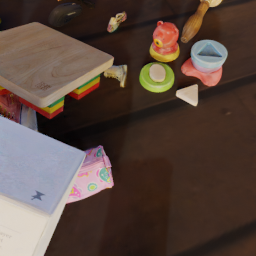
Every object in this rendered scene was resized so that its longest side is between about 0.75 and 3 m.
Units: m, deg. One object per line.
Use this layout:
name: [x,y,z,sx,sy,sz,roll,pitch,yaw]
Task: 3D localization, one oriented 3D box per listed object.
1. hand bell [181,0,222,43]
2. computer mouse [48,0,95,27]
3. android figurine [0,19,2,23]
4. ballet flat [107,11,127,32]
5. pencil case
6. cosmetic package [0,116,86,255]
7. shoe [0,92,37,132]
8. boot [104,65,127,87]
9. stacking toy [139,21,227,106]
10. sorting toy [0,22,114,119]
hand bell: [2.412,-3.895,9.033,1.493,1.493,2.868,27,73,16]
computer mouse: [-2.129,-4.180,9.503,1.793,0.413,1.259,-39,66,-23]
android figurine: [-4.891,-2.858,8.644,1.864,0.421,2.048,16,58,10]
ballet flat: [-0.374,-3.500,9.108,0.323,0.333,0.935,29,62,23]
pencil case: [-1.454,1.096,5.755,2.268,0.992,0.992,-15,58,-11]
cosmetic package: [-2.577,1.271,3.867,2.934,2.943,1.809,24,19,-4]
shoe: [-2.811,-0.371,6.898,0.917,0.720,2.016,-12,53,-6]
boot: [-0.352,-1.461,7.812,0.643,0.300,0.832,3,52,1]
stacking toy: [1.457,-1.876,7.682,2.290,0.967,2.073,23,60,15]
sorting toy: [-2.242,-1.473,7.042,2.713,0.950,2.729,28,41,15]
